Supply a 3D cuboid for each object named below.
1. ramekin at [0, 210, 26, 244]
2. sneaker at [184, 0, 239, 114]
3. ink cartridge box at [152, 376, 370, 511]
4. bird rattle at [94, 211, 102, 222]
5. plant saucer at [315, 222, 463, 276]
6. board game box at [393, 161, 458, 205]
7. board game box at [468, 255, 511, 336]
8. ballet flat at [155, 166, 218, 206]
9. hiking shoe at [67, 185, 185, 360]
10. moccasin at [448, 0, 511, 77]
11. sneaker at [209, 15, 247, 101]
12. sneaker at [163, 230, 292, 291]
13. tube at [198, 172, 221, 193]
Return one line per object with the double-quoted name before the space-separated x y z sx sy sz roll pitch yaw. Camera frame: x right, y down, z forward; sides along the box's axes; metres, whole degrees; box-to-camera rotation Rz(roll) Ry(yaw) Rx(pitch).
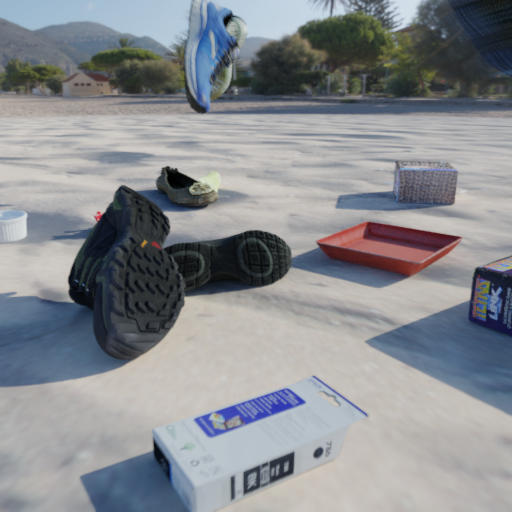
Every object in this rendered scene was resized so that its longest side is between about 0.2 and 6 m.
"ramekin" -4.476 -0.505 9.847 0.869 0.423 0.869 0 18 0
"sneaker" -0.833 -3.807 10.628 1.022 2.293 0.901 6 -11 -5
"ink cartridge box" 0.051 1.345 4.155 1.482 0.290 0.737 -11 20 -28
"bird rattle" -2.453 -0.670 10.308 0.828 0.572 1.015 23 27 15
"plant saucer" 2.097 -0.123 8.810 1.733 0.318 1.730 13 21 37
"board game box" 3.960 -1.762 13.267 1.277 0.776 1.602 3 17 9
"board game box" 4.069 0.454 6.281 2.577 0.731 2.130 -12 19 -34
"ballet flat" -1.706 -1.665 13.170 0.949 0.653 2.817 -8 19 -25
"hiking shoe" -1.588 0.349 6.499 0.992 1.318 2.619 32 26 -28
"moccasin" 2.053 -2.552 4.898 0.915 2.273 0.775 -37 28 24
"sneaker" -0.993 -4.600 13.021 0.785 2.042 0.905 35 29 20
"sneaker" -0.492 0.029 7.708 2.034 0.772 0.923 -1 3 -22
"tube" -1.158 -1.809 13.994 0.460 0.412 1.587 7 16 -2
